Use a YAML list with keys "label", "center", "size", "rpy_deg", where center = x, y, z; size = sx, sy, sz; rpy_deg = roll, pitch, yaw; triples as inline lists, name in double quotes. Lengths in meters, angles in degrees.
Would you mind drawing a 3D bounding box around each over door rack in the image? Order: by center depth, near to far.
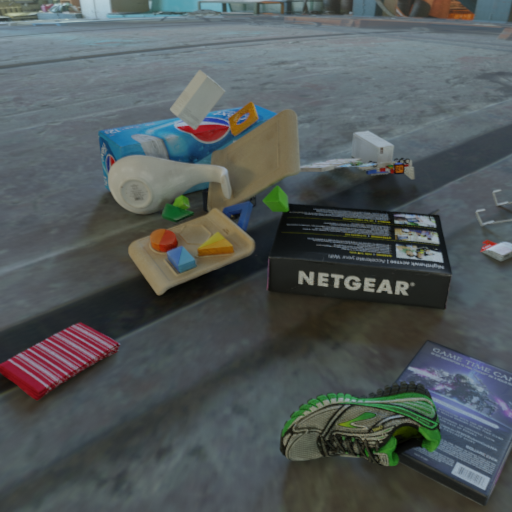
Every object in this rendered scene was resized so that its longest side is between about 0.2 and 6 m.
- label: "over door rack"
  center: [5.989, -0.909, 12.052]
  size: [2.041, 0.680, 1.508]
  rpy_deg: [4, 25, 36]

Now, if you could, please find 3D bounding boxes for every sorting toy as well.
- label: "sorting toy"
  center: [-1.483, -0.401, 10.892]
  size: [2.007, 0.400, 2.716]
  rpy_deg: [-26, 37, -17]
- label: "sorting toy"
  center: [0.001, -1.969, 12.145]
  size: [2.221, 0.537, 3.945]
  rpy_deg: [-23, 46, 27]

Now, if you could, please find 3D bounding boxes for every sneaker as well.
- label: "sneaker"
  center: [1.198, 2.035, 6.487]
  size: [1.904, 0.743, 0.811]
  rpy_deg: [-14, 34, 2]

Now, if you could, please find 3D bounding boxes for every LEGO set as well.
- label: "LEGO set"
  center: [2.650, -2.115, 14.025]
  size: [2.714, 0.666, 2.028]
  rpy_deg: [6, 17, 39]

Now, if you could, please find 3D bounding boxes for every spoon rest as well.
- label: "spoon rest"
  center: [-1.860, -1.560, 12.123]
  size: [2.818, 1.400, 0.854]
  rpy_deg: [-1, 33, 14]

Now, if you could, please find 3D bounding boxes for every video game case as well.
- label: "video game case"
  center: [2.537, 2.003, 7.277]
  size: [1.599, 0.212, 2.238]
  rpy_deg: [20, 35, 32]

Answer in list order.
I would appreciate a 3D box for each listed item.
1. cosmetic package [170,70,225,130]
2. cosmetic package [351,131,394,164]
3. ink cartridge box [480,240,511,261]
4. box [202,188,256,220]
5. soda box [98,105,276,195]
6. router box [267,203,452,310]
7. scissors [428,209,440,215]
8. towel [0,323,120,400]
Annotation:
- label: "cosmetic package"
  center: [-1.349, -3.575, 12.875]
  size: [0.653, 1.157, 0.469]
  rpy_deg: [32, 10, -47]
- label: "cosmetic package"
  center: [3.169, -2.871, 15.323]
  size: [0.525, 0.721, 1.417]
  rpy_deg: [-12, 33, -17]
- label: "ink cartridge box"
  center: [4.750, -0.165, 11.132]
  size: [0.567, 0.199, 0.698]
  rpy_deg: [-19, 39, -30]
- label: "box"
  center: [-0.605, -1.315, 12.779]
  size: [0.891, 0.532, 0.906]
  rpy_deg: [17, 35, 27]
- label: "soda box"
  center: [-1.497, -2.604, 14.018]
  size: [4.479, 1.519, 1.437]
  rpy_deg: [-19, 35, -30]
- label: "router box"
  center: [1.874, -0.088, 10.346]
  size: [3.070, 0.784, 2.290]
  rpy_deg: [5, 30, 9]
- label: "scissors"
  center: [3.467, -0.681, 12.112]
  size: [1.911, 0.133, 0.699]
  rpy_deg: [-13, 30, -24]
- label: "towel"
  center: [-2.876, 1.497, 8.215]
  size: [1.045, 0.163, 1.445]
  rpy_deg: [19, 33, 33]
